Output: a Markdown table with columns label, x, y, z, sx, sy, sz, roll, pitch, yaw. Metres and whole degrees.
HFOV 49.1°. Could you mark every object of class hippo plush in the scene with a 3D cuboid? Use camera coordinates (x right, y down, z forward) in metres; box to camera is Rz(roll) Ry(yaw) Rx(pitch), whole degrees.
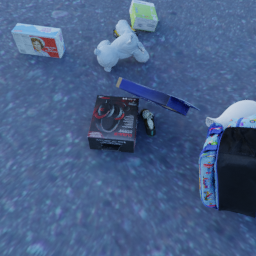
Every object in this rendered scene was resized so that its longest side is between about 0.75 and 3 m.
| label | x | y | z | sx | sy | sz | roll | pitch | yaw |
| --- | --- | --- | --- | --- | --- | --- | --- | --- | --- |
| hippo plush | -0.324 | -3.353 | 12.657 | 2.009 | 1.990 | 2.498 | -34 | 38 | 13 |

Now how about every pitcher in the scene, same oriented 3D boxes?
| label | x | y | z | sx | sy | sz | roll | pitch | yaw |
| --- | --- | --- | --- | --- | --- | --- | --- | --- | --- |
| pitcher | 4.121 | -0.103 | 10.480 | 1.849 | 1.121 | 1.586 | -25 | 75 | -5 |

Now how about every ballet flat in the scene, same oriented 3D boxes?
| label | x | y | z | sx | sy | sz | roll | pitch | yaw |
| --- | --- | --- | --- | --- | --- | --- | --- | --- | --- |
| ballet flat | 0.826 | -0.325 | 10.903 | 0.484 | 0.487 | 1.424 | -10 | 54 | -9 |

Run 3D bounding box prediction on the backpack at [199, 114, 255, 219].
| label | x | y | z | sx | sy | sz | roll | pitch | yaw |
| --- | --- | --- | --- | --- | --- | --- | --- | --- | --- |
| backpack | 3.490 | 0.877 | 8.772 | 1.987 | 2.696 | 2.953 | 5 | 38 | 25 |

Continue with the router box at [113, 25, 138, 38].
| label | x | y | z | sx | sy | sz | roll | pitch | yaw |
| --- | --- | --- | --- | --- | --- | --- | --- | --- | --- |
| router box | -0.133 | -4.856 | 14.363 | 1.027 | 0.268 | 0.808 | -22 | 57 | -15 |

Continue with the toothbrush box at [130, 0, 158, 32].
| label | x | y | z | sx | sy | sz | roll | pitch | yaw |
| --- | --- | --- | --- | --- | --- | --- | --- | --- | --- |
| toothbrush box | 0.805 | -5.904 | 14.702 | 1.216 | 0.719 | 1.670 | 4 | 54 | -15 |

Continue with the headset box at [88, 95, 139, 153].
| label | x | y | z | sx | sy | sz | roll | pitch | yaw |
| --- | --- | --- | --- | --- | --- | --- | --- | --- | --- |
| headset box | -0.504 | -0.089 | 10.496 | 1.685 | 0.850 | 2.267 | 5 | 54 | 4 |

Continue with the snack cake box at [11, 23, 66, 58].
| label | x | y | z | sx | sy | sz | roll | pitch | yaw |
| --- | --- | --- | --- | --- | --- | --- | --- | --- | --- |
| snack cake box | -4.176 | -4.105 | 13.207 | 2.157 | 1.241 | 0.725 | 10 | 54 | 7 |

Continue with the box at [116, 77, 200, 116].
| label | x | y | z | sx | sy | sz | roll | pitch | yaw |
| --- | --- | --- | --- | --- | --- | --- | --- | --- | --- |
| box | 1.077 | -1.065 | 10.105 | 2.761 | 1.672 | 0.447 | 25 | 95 | 35 |
